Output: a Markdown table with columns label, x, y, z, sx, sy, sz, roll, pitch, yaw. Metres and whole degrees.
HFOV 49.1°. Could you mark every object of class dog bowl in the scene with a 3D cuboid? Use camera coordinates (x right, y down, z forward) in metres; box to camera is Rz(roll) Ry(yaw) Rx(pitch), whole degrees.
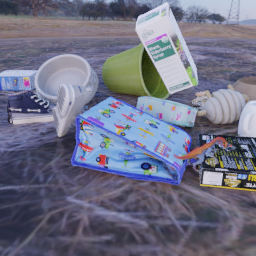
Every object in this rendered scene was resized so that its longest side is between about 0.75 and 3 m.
| label | x | y | z | sx | sy | sz | roll | pitch | yaw |
| --- | --- | --- | --- | --- | --- | --- | --- | --- | --- |
| dog bowl | -2.418 | -1.815 | 10.785 | 2.469 | 0.724 | 2.469 | -3 | 61 | 5 |

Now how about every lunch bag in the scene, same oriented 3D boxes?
| label | x | y | z | sx | sy | sz | roll | pitch | yaw |
| --- | --- | --- | --- | --- | --- | --- | --- | --- | --- |
| lunch bag | 1.273 | -0.486 | 8.976 | 1.819 | 0.701 | 1.459 | 15 | 3 | 27 |
| lunch bag | 0.354 | 0.325 | 6.916 | 2.764 | 1.300 | 2.080 | 16 | 23 | 13 |

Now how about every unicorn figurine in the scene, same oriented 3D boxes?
| label | x | y | z | sx | sy | sz | roll | pitch | yaw |
| --- | --- | --- | --- | --- | --- | --- | --- | --- | --- |
| unicorn figurine | 2.733 | -0.831 | 10.193 | 0.841 | 1.224 | 0.452 | -20 | 56 | -13 |

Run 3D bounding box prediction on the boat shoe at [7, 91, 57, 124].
| label | x | y | z | sx | sy | sz | roll | pitch | yaw |
| --- | --- | --- | --- | --- | --- | --- | --- | --- | --- |
| boat shoe | -3.037 | -0.783 | 9.624 | 2.187 | 1.014 | 0.817 | -9 | 24 | -21 |

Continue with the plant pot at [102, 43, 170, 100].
| label | x | y | z | sx | sy | sz | roll | pitch | yaw |
| --- | --- | --- | --- | --- | --- | --- | --- | --- | --- |
| plant pot | 0.300 | -2.459 | 12.256 | 2.532 | 2.666 | 2.666 | 3 | 19 | 39 |

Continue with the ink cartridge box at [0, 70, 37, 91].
| label | x | y | z | sx | sy | sz | roll | pitch | yaw |
| --- | --- | --- | --- | --- | --- | --- | --- | --- | --- |
| ink cartridge box | -5.552 | -2.366 | 13.808 | 2.029 | 0.775 | 1.385 | 2 | 22 | 1 |

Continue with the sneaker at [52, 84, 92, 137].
| label | x | y | z | sx | sy | sz | roll | pitch | yaw |
| --- | --- | --- | --- | --- | --- | --- | --- | --- | --- |
| sneaker | -1.512 | -0.393 | 7.616 | 0.875 | 2.133 | 0.797 | -8 | 68 | -27 |

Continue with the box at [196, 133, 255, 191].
| label | x | y | z | sx | sy | sz | roll | pitch | yaw |
| --- | --- | --- | --- | --- | --- | --- | --- | --- | --- |
| box | 2.458 | 0.733 | 6.652 | 1.548 | 0.478 | 1.938 | 2 | 22 | 10 |

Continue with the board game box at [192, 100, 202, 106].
| label | x | y | z | sx | sy | sz | roll | pitch | yaw |
| --- | --- | --- | --- | --- | --- | --- | --- | --- | --- |
| board game box | 3.174 | -1.114 | 11.548 | 0.626 | 0.171 | 0.991 | 18 | 28 | 38 |

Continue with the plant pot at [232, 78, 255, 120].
| label | x | y | z | sx | sy | sz | roll | pitch | yaw |
| --- | --- | --- | --- | --- | --- | --- | --- | --- | --- |
| plant pot | 4.637 | -1.158 | 10.364 | 2.539 | 1.172 | 2.539 | 1 | 21 | 0 |

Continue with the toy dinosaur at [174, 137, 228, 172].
| label | x | y | z | sx | sy | sz | roll | pitch | yaw |
| --- | --- | --- | --- | --- | --- | --- | --- | --- | --- |
| toy dinosaur | 1.654 | 0.506 | 5.981 | 0.969 | 0.880 | 0.509 | 25 | 14 | -26 |

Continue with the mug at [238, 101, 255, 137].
| label | x | y | z | sx | sy | sz | roll | pitch | yaw |
| --- | --- | --- | --- | --- | --- | --- | --- | --- | --- |
| mug | 3.683 | -0.216 | 8.247 | 0.851 | 1.011 | 1.153 | 20 | 30 | 41 |

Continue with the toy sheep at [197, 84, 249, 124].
| label | x | y | z | sx | sy | sz | roll | pitch | yaw |
| --- | --- | --- | --- | --- | --- | --- | --- | --- | --- |
| toy sheep | 3.135 | -0.716 | 9.253 | 1.856 | 1.280 | 1.280 | -17 | 24 | -3 |

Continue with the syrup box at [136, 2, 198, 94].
| label | x | y | z | sx | sy | sz | roll | pitch | yaw |
| --- | --- | --- | --- | --- | --- | --- | --- | --- | --- |
| syrup box | 1.358 | -2.576 | 9.342 | 1.064 | 2.703 | 1.101 | -18 | 39 | 25 |
